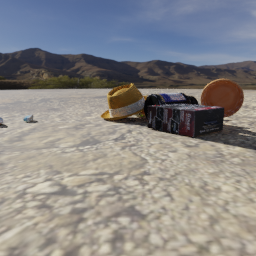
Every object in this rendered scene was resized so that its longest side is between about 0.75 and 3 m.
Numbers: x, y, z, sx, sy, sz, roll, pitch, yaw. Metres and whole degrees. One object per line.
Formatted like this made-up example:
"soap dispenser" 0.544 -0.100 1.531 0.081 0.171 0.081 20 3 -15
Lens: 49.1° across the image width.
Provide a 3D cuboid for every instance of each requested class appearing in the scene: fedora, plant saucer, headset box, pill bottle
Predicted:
"fedora" -0.128 -1.373 13.394 2.903 1.184 2.903 -16 18 5
"plant saucer" 3.556 -1.135 10.632 1.571 1.571 0.294 2 28 13
"headset box" 2.175 -0.351 10.245 1.790 0.929 2.405 -9 14 -40
"pill bottle" 1.948 -0.904 12.329 2.292 1.282 1.282 -5 11 -31

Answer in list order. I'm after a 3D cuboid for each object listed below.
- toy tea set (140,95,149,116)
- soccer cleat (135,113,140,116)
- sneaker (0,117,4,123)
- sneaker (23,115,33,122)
"toy tea set" 1.565 -1.001 14.854 2.711 1.003 1.612 -3 40 -32
"soccer cleat" 0.552 -0.740 14.457 0.337 0.273 0.781 19 19 19
"sneaker" -5.876 -0.523 12.014 0.661 0.641 1.810 -10 14 -43
"sneaker" -4.513 -0.457 12.665 0.318 0.287 0.776 4 10 -2
